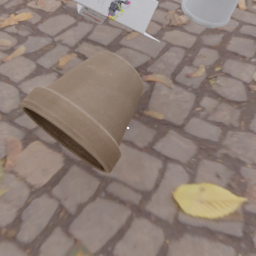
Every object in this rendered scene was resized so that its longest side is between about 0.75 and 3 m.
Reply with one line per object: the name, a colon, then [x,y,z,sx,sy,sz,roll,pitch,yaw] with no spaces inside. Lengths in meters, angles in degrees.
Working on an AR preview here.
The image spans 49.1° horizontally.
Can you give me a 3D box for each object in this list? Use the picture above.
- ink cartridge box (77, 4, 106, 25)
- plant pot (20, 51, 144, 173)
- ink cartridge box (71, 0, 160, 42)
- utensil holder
ink cartridge box: [-0.979,-4.304,9.479,0.964,1.331,0.559,17,49,-35]
plant pot: [-0.676,-0.443,5.602,2.154,2.154,1.878,31,72,21]
ink cartridge box: [-0.316,-3.506,7.769,2.827,0.959,1.627,16,23,-29]
utensil holder: [2.454,-3.879,7.582,1.478,1.739,1.478,7,57,-10]
